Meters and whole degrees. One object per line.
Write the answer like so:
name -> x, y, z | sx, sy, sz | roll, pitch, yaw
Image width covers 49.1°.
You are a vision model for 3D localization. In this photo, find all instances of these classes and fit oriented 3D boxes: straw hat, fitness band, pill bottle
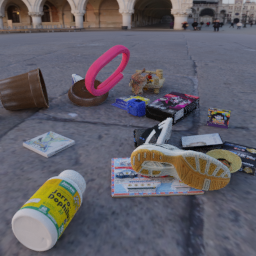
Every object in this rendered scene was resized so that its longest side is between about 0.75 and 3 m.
straw hat -> 2.810, 1.162, 8.404 | 1.146, 0.485, 1.146 | -3, 30, 2
fitness band -> -0.911, -2.740, 13.467 | 0.529, 2.032, 2.829 | 37, 70, 20
pill bottle -> -1.679, 1.762, 6.420 | 1.029, 1.029, 1.824 | 7, 25, 15

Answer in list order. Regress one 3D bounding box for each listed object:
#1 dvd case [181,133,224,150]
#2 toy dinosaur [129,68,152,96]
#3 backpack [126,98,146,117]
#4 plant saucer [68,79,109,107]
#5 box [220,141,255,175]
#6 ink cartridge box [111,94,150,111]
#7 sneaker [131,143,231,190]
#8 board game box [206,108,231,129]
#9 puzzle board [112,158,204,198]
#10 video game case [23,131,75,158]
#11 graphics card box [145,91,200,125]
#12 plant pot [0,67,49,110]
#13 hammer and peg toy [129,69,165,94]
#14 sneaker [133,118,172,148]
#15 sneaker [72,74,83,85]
dvd case -> 2.612, 0.478, 9.975 | 1.402, 0.123, 1.001 | -6, 19, 10
toy dinosaur -> 0.542, -2.596, 15.124 | 1.310, 0.830, 1.933 | -22, 34, -7
backpack -> 0.296, -0.971, 12.807 | 0.747, 0.723, 0.890 | -20, 32, -33
plant saucer -> -2.042, -1.933, 14.413 | 2.120, 0.365, 2.120 | 2, 47, -2
box -> 3.606, 0.939, 9.112 | 1.294, 0.322, 1.284 | 15, 28, 31
ink cartridge box -> 0.108, -1.300, 14.028 | 1.428, 0.336, 1.411 | -20, 31, -40
sneaker -> 1.486, 0.906, 7.919 | 2.716, 1.027, 1.191 | 14, 18, 10
board game box -> 3.728, -0.406, 11.548 | 0.874, 0.723, 0.248 | 11, 25, 23
puzzle board -> 0.769, 1.352, 8.314 | 2.508, 0.218, 1.890 | -2, 24, -3
video game case -> -2.849, 0.557, 10.124 | 1.385, 0.152, 1.262 | 17, 30, 33
graphics card box -> 2.048, -0.965, 12.761 | 1.487, 0.603, 2.370 | 21, 36, 36
plant pot -> -4.942, -1.724, 13.294 | 1.933, 1.952, 1.952 | -13, 26, -7
hammer and peg toy -> 1.207, -2.812, 16.653 | 1.894, 0.908, 2.575 | 5, 25, 14
sneaker -> 0.867, 0.134, 10.254 | 1.234, 0.806, 2.206 | 9, 27, 17
sneaker -> -2.252, -2.249, 15.560 | 1.328, 0.929, 2.299 | -9, 32, -27
